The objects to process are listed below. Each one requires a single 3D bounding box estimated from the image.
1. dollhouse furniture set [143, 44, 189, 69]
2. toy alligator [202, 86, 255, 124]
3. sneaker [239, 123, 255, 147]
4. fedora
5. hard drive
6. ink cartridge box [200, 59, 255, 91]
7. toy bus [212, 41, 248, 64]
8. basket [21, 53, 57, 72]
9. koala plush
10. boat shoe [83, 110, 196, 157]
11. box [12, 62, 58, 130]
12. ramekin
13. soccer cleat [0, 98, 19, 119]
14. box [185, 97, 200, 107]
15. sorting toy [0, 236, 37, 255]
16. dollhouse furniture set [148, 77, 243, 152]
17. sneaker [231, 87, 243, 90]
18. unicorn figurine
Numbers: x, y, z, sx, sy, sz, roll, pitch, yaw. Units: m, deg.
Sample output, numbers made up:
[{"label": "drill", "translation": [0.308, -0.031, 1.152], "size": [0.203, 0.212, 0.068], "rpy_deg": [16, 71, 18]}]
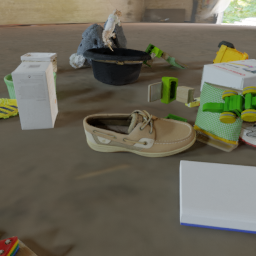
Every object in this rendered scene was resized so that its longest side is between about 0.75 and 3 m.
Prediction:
[{"label": "dollhouse furniture set", "translation": [1.931, -3.420, 14.907], "size": [2.124, 1.066, 1.391], "rpy_deg": [20, 20, -30]}, {"label": "toy alligator", "translation": [2.103, -0.356, 4.562], "size": [1.773, 0.526, 0.481], "rpy_deg": [-6, -26, 41]}, {"label": "sneaker", "translation": [3.755, -0.060, 7.099], "size": [2.261, 0.929, 0.880], "rpy_deg": [-1, 25, -1]}, {"label": "fedora", "translation": [-0.480, -2.659, 12.183], "size": [2.965, 1.354, 2.965], "rpy_deg": [4, 24, -2]}, {"label": "hard drive", "translation": [2.220, 1.218, 5.053], "size": [2.513, 0.319, 1.658], "rpy_deg": [4, 25, 8]}, {"label": "ink cartridge box", "translation": [4.381, -1.706, 10.358], "size": [2.705, 1.183, 1.965], "rpy_deg": [-13, 28, -23]}, {"label": "toy bus", "translation": [5.234, -3.273, 13.694], "size": [2.050, 1.449, 2.135], "rpy_deg": [22, 27, 14]}, {"label": "basket", "translation": [-4.319, -3.163, 13.813], "size": [1.495, 0.922, 1.013], "rpy_deg": [1, 25, 5]}, {"label": "koala plush", "translation": [-1.645, -3.999, 14.657], "size": [2.787, 2.561, 2.472], "rpy_deg": [-8, 26, 38]}, {"label": "boat shoe", "translation": [0.271, 0.080, 6.581], "size": [2.656, 0.857, 0.946], "rpy_deg": [-2, 48, 5]}, {"label": "box", "translation": [-2.642, -0.968, 8.157], "size": [0.891, 1.676, 1.276], "rpy_deg": [-3, 25, -6]}, {"label": "ramekin", "translation": [-3.495, -1.492, 10.237], "size": [1.796, 0.877, 1.796], "rpy_deg": [0, 25, 0]}, {"label": "soccer cleat", "translation": [-4.165, -0.683, 8.540], "size": [2.014, 0.842, 0.651], "rpy_deg": [-15, 29, -29]}, {"label": "box", "translation": [2.419, -0.913, 9.811], "size": [0.804, 0.201, 0.302], "rpy_deg": [-12, 28, -26]}, {"label": "sorting toy", "translation": [-1.720, 1.850, 3.669], "size": [2.065, 0.349, 0.996], "rpy_deg": [18, 30, 35]}, {"label": "dollhouse furniture set", "translation": [1.564, -0.331, 6.977], "size": [1.162, 1.517, 2.315], "rpy_deg": [-20, 31, -39]}, {"label": "sneaker", "translation": [3.432, -0.695, 8.656], "size": [2.269, 0.794, 1.021], "rpy_deg": [3, 35, 15]}, {"label": "unicorn figurine", "translation": [-0.603, -3.431, 9.823], "size": [0.552, 1.496, 1.027], "rpy_deg": [8, 11, 8]}]
